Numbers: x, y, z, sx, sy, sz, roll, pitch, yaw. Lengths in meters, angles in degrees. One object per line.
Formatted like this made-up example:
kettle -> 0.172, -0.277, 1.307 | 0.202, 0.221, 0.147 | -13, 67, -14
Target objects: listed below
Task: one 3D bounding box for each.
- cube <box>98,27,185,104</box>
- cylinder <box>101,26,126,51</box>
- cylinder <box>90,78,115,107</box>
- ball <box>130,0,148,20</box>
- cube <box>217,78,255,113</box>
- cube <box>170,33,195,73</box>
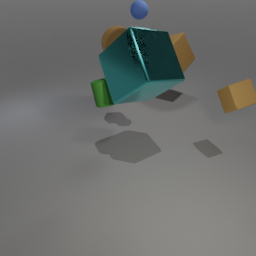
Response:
cube -> 0.333, -1.554, 7.205 | 1.400, 1.400, 1.400 | -12, -10, -42
cylinder -> -0.368, -3.554, 11.913 | 1.400, 1.400, 1.400 | -6, 25, -10
cylinder -> -0.632, -1.010, 7.856 | 0.700, 0.700, 0.700 | -11, 18, 4
ball -> 0.436, -4.558, 10.809 | 0.700, 0.700, 0.700 | 0, 29, 0
cube -> 3.062, -0.887, 7.853 | 0.700, 0.700, 0.700 | -18, -2, -11
cube -> 1.963, -3.312, 12.905 | 1.400, 1.400, 1.400 | 6, 47, 49
